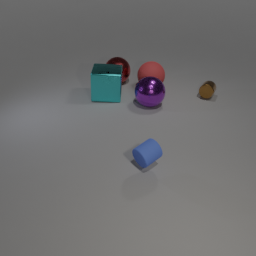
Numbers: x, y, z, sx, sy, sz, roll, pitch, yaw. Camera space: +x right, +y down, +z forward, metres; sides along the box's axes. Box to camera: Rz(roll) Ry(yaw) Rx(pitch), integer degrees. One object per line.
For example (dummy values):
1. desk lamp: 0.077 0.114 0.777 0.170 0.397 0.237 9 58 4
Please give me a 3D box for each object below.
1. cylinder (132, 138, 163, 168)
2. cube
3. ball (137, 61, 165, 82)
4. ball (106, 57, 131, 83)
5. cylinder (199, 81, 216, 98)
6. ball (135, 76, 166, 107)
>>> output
1. cylinder: 0.612 0.793 8.881 0.700 0.700 0.700 -32 43 -25
2. cube: -1.008 -2.176 13.442 1.400 1.400 1.400 3 33 -1
3. ball: 1.178 -2.674 14.243 1.400 1.400 1.400 0 33 0
4. ball: -0.561 -3.060 14.872 1.400 1.400 1.400 0 33 0
5. cylinder: 3.850 -1.862 13.534 0.700 0.700 0.700 15 30 21
6. ball: 0.994 -1.636 12.686 1.400 1.400 1.400 0 33 0
